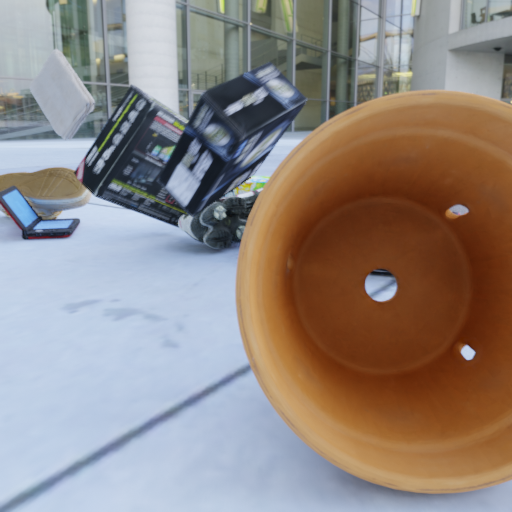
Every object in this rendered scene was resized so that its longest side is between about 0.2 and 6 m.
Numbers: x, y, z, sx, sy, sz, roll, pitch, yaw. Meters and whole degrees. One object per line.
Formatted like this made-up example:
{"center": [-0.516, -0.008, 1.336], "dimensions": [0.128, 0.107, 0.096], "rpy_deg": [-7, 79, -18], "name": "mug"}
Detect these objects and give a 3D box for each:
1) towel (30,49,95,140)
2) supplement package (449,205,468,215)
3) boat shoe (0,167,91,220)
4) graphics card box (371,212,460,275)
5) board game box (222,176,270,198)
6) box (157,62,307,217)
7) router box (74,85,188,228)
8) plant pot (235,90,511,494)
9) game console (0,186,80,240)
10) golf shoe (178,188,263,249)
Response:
{"center": [-2.943, -2.429, 8.487], "dimensions": [1.238, 0.821, 0.214], "rpy_deg": [56, 26, 17], "name": "towel"}
{"center": [3.399, -0.957, 9.966], "dimensions": [1.841, 1.434, 1.021], "rpy_deg": [11, 18, 39], "name": "supplement package"}
{"center": [-4.545, -1.241, 12.005], "dimensions": [2.739, 0.948, 1.010], "rpy_deg": [5, 51, 25], "name": "boat shoe"}
{"center": [1.671, -0.296, 8.802], "dimensions": [2.974, 0.756, 1.866], "rpy_deg": [4, 15, 19], "name": "graphics card box"}
{"center": [-0.187, -1.119, 11.323], "dimensions": [1.789, 0.921, 0.938], "rpy_deg": [0, 15, -3], "name": "board game box"}
{"center": [-0.344, -1.506, 7.412], "dimensions": [1.410, 0.741, 1.721], "rpy_deg": [-40, -6, -42], "name": "box"}
{"center": [-1.694, -1.614, 9.733], "dimensions": [0.734, 1.770, 2.363], "rpy_deg": [44, 12, 30], "name": "router box"}
{"center": [1.077, 0.239, 4.150], "dimensions": [2.414, 2.414, 1.689], "rpy_deg": [0, -3, 0], "name": "plant pot"}
{"center": [-4.158, -0.882, 10.836], "dimensions": [1.266, 0.872, 1.470], "rpy_deg": [-3, 15, -9], "name": "game console"}
{"center": [-0.131, -0.794, 10.218], "dimensions": [2.682, 1.035, 1.181], "rpy_deg": [-10, 12, -39], "name": "golf shoe"}
